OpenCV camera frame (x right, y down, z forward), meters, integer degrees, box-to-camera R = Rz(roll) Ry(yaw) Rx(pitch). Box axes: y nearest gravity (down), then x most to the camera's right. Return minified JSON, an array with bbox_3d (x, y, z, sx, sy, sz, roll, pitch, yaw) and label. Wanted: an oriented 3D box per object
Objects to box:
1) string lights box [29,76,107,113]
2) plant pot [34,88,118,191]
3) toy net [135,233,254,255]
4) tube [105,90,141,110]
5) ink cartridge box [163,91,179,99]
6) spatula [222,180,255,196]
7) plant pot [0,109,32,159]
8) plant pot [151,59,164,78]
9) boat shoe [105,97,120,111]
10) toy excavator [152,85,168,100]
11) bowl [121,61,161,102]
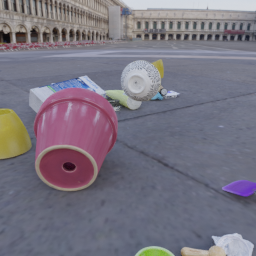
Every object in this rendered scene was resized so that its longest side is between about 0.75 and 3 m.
[{"bbox_3d":[-2.405,-1.217,11.487,1.432,0.822,2.788,41,42,25],"label":"string lights box"},{"bbox_3d":[-1.309,0.355,6.664,2.083,2.083,1.864,0,35,0],"label":"plant pot"},{"bbox_3d":[1.180,2.004,4.060,2.174,0.420,1.141,-10,22,-27],"label":"toy net"},{"bbox_3d":[-0.275,-1.510,13.657,0.753,0.842,2.902,-44,28,-8],"label":"tube"},{"bbox_3d":[2.197,-1.796,15.046,0.877,0.190,0.869,-10,22,-20],"label":"ink cartridge box"},{"bbox_3d":[2.911,1.555,5.571,0.639,0.233,2.263,-19,27,-23],"label":"spatula"},{"bbox_3d":[-3.774,0.077,8.307,1.636,1.161,1.636,0,17,0],"label":"plant pot"},{"bbox_3d":[0.942,-2.018,10.170,0.885,0.629,0.885,-25,6,3],"label":"plant pot"},{"bbox_3d":[-1.125,-1.191,12.814,1.739,0.554,0.615,10,22,26],"label":"boat shoe"},{"bbox_3d":[0.979,-1.821,14.182,1.602,1.558,0.800,-42,7,5],"label":"toy excavator"},{"bbox_3d":[0.308,-1.340,8.306,1.257,1.257,0.590,5,19,15],"label":"bowl"}]
